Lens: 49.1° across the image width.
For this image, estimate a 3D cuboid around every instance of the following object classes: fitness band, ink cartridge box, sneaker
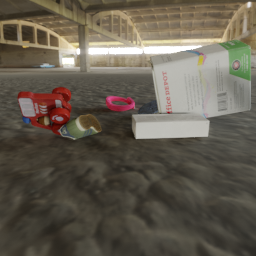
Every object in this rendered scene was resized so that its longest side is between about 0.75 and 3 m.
[{"bbox_3d":[-0.361,-1.125,12.606,1.208,0.315,1.682,-2,22,-16],"label":"fitness band"},{"bbox_3d":[2.253,-1.435,8.946,2.859,2.077,1.251,-11,28,4],"label":"ink cartridge box"},{"bbox_3d":[-1.319,-0.006,7.737,0.734,0.548,1.635,-24,-5,10],"label":"sneaker"}]

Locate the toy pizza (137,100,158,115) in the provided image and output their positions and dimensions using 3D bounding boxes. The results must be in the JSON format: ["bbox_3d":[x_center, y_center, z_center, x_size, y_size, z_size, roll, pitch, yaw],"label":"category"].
[{"bbox_3d":[0.948,-0.740,10.966,1.213,0.192,1.213,-21,25,10],"label":"toy pizza"}]

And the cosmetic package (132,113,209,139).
[{"bbox_3d":[1.174,-0.060,8.010,2.051,0.519,0.847,-1,16,-6],"label":"cosmetic package"}]

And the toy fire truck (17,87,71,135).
[{"bbox_3d":[-2.251,-0.444,7.705,1.322,0.883,1.574,2,-31,-10],"label":"toy fire truck"}]
